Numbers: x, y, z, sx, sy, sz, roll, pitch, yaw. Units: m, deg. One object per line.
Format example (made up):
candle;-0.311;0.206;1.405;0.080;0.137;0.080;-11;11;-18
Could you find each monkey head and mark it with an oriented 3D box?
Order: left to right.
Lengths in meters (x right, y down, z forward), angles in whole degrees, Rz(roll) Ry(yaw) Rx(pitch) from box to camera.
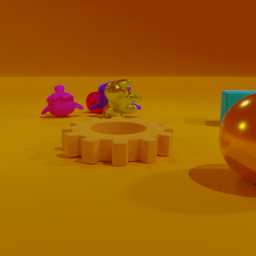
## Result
monkey head;-2.141;-0.845;8.969;1.368;0.824;0.984;-8;43;-9
monkey head;-0.435;-0.854;8.759;1.698;1.023;1.222;0;23;5

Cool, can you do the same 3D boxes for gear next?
gear;-0.186;0.169;5.212;2.010;0.372;2.010;1;13;0

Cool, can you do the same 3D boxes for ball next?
ball;1.771;0.131;3.545;1.191;1.191;1.191;0;11;0

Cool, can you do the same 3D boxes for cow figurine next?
cow figurine;-0.329;-0.699;7.470;1.326;1.348;0.740;-2;53;30

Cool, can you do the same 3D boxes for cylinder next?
cylinder;-0.993;-0.934;9.964;0.751;0.751;0.751;5;12;24

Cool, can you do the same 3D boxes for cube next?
cube;3.033;-0.526;7.546;0.910;0.910;0.910;2;11;10
